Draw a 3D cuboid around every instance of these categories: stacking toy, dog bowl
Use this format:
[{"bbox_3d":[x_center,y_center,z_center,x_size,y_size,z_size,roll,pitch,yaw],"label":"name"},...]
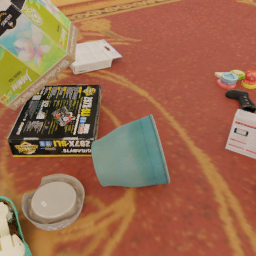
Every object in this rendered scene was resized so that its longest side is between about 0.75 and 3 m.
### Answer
[{"bbox_3d":[4.251,-2.125,11.069,1.484,0.627,1.343,-4,39,-6],"label":"stacking toy"},{"bbox_3d":[-1.686,1.718,6.464,1.398,0.410,1.398,0,38,0],"label":"dog bowl"}]

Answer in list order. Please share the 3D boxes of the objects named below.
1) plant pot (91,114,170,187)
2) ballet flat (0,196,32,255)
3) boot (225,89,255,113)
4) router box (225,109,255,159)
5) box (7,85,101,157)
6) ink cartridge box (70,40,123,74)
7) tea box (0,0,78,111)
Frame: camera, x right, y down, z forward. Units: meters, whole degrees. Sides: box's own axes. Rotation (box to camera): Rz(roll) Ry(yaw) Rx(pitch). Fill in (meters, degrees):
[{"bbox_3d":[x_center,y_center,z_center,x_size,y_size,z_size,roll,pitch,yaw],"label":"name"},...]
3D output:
[{"bbox_3d":[0.020,0.688,6.855,1.614,1.718,1.718,-14,39,3],"label":"plant pot"},{"bbox_3d":[-2.446,2.206,5.572,0.731,0.764,2.172,-19,43,-23],"label":"ballet flat"},{"bbox_3d":[3.948,-0.939,9.868,0.852,0.339,1.033,0,43,3],"label":"boot"},{"bbox_3d":[3.489,0.253,7.634,1.369,1.229,0.334,21,44,23],"label":"router box"},{"bbox_3d":[-2.104,-0.354,8.804,2.370,0.732,2.968,0,39,-2],"label":"box"},{"bbox_3d":[-1.684,-3.250,12.599,2.226,0.482,2.185,-15,41,-21],"label":"ink cartridge box"},{"bbox_3d":[-2.807,-2.068,6.624,2.344,2.306,1.566,-32,42,25],"label":"tea box"}]
